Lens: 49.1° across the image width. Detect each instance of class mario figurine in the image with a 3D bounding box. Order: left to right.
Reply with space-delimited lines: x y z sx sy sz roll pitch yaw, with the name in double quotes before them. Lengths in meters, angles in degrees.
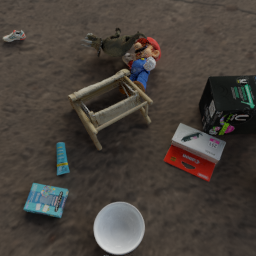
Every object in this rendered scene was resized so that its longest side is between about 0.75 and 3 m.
"mario figurine" 0.367 -2.558 10.835 1.612 1.384 2.611 13 64 12

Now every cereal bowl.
"cereal bowl" -0.255 2.942 8.179 1.452 0.605 1.452 0 61 -1

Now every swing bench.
"swing bench" -0.667 -0.837 9.815 2.235 1.458 2.247 -29 65 -13

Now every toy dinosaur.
"toy dinosaur" -0.381 -3.275 11.216 2.923 1.125 1.495 24 61 38

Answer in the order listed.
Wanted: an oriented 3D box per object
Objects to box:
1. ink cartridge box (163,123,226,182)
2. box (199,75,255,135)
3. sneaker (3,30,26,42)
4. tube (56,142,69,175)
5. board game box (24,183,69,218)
"ink cartridge box" 2.256 0.789 9.532 1.698 0.370 1.474 24 62 13
"box" 3.826 -0.756 9.616 2.300 1.708 1.430 -2 61 -1
"sneaker" -4.996 -4.055 12.199 0.965 0.451 0.340 -9 62 -6
"tube" -2.240 1.032 9.478 0.424 0.276 1.094 -15 65 6
"board game box" -2.540 2.256 8.756 1.138 0.267 0.859 10 61 5
